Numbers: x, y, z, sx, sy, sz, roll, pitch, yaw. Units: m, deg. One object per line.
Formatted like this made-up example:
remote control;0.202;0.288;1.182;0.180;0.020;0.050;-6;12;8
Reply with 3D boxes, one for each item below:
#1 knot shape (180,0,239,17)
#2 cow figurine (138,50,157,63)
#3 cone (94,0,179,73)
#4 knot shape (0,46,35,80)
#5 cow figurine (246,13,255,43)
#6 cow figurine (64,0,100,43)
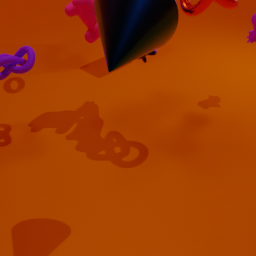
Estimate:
knot shape;1.581;-2.780;5.574;1.393;1.489;0.688;38;81;11
cow figurine;0.286;-2.458;6.574;0.883;1.583;1.609;5;37;10
cone;-0.054;-1.057;3.393;1.153;1.153;1.157;10;54;12
knot shape;-2.718;-1.606;6.824;1.069;0.528;1.142;-12;28;18
cow figurine;3.728;-2.896;8.041;0.892;0.907;0.498;-23;48;41
cow figurine;-0.554;-2.918;7.213;0.947;1.725;1.697;-15;31;51
